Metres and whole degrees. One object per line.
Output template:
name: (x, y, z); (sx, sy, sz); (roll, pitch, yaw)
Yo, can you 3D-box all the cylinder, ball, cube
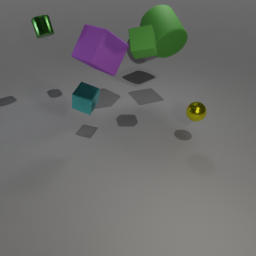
cylinder: (0.880, -4.139, 14.375); (1.400, 1.400, 1.400); (27, 41, 36)
ball: (2.367, -0.566, 9.704); (0.700, 0.700, 0.700); (0, 32, 0)
cylinder: (-3.300, -3.922, 10.849); (0.700, 0.700, 0.700); (-15, 13, 4)
cube: (-1.425, -0.997, 9.457); (0.700, 0.700, 0.700); (21, 51, 6)
cylinder: (1.347, -3.667, 10.684); (1.400, 1.400, 1.400); (-13, 63, -19)
cube: (0.449, -2.548, 8.342); (0.700, 0.700, 0.700); (-7, -5, 12)
cube: (-1.119, -3.102, 11.225); (1.400, 1.400, 1.400); (29, 6, 39)
